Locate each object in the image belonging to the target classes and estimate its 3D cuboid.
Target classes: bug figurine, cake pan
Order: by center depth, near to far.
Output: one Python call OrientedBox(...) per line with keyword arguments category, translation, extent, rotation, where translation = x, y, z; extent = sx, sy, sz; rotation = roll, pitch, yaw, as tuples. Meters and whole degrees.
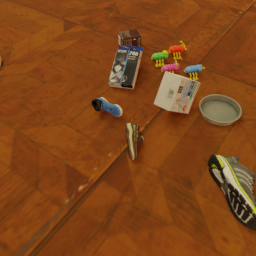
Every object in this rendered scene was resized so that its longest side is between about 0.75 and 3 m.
OrientedBox(category="cake pan", translation=(3.644, -0.704, 11.151), extent=(1.648, 0.302, 1.648), rotation=(0, 47, 0))
OrientedBox(category="bug figurine", translation=(2.277, -3.182, 13.222), extent=(2.022, 0.671, 2.608), rotation=(-14, 49, -13))

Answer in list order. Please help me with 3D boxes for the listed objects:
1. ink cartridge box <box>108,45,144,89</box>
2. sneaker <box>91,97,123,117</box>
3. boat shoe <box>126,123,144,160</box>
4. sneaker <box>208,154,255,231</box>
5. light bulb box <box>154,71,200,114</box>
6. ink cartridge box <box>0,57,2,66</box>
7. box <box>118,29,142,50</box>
OrientedBox(category="ink cartridge box", translation=(-0.066, -2.843, 12.467), extent=(1.113, 0.439, 2.239), rotation=(8, 70, 13))
OrientedBox(category="sneaker", translation=(-0.864, -0.773, 10.771), extent=(1.284, 0.493, 0.714), rotation=(35, 31, 27))
OrientedBox(category="boat shoe", translation=(0.273, 0.415, 9.903), extent=(0.609, 0.608, 1.647), rotation=(-2, 46, -5))
OrientedBox(category="sneaker", translation=(3.459, 1.776, 8.429), extent=(1.060, 0.967, 2.618), rotation=(-9, 49, -12))
OrientedBox(category="light bulb box", translation=(1.863, -1.312, 10.606), extent=(1.333, 1.321, 0.832), rotation=(3, 22, -46))
OrientedBox(category="ink cartridge box", translation=(-6.700, -3.181, 13.424), extent=(1.092, 0.367, 0.634), rotation=(-9, 47, -8))
OrientedBox(category="box", translation=(0.082, -4.448, 14.296), extent=(1.001, 0.831, 0.822), rotation=(-13, 48, -12))
